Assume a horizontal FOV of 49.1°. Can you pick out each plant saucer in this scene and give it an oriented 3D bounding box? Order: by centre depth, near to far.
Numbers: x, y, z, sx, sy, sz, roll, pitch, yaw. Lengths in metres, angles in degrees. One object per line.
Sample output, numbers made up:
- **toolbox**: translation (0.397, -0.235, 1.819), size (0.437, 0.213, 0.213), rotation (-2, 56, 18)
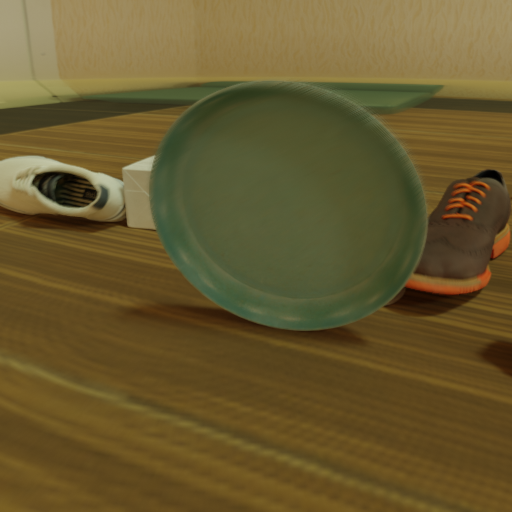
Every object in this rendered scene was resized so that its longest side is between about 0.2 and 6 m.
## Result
- **plant saucer**: translation (0.273, -0.419, 5.605), size (2.751, 2.751, 0.377), rotation (5, 35, 14)

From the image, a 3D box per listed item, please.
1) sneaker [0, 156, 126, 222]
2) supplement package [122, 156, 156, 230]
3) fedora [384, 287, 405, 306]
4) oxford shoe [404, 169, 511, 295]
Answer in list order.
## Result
- **sneaker**: translation (-3.637, -1.262, 9.724), size (2.992, 1.093, 1.059), rotation (7, -7, 16)
- **supplement package**: translation (-1.334, -1.134, 9.776), size (1.377, 1.059, 1.440), rotation (7, 22, 17)
- **fedora**: translation (0.872, -0.167, 7.386), size (2.243, 1.013, 1.984), rotation (8, 23, 21)
- **oxford shoe**: translation (2.694, -0.420, 7.626), size (1.216, 1.239, 3.416), rotation (11, 23, 29)
